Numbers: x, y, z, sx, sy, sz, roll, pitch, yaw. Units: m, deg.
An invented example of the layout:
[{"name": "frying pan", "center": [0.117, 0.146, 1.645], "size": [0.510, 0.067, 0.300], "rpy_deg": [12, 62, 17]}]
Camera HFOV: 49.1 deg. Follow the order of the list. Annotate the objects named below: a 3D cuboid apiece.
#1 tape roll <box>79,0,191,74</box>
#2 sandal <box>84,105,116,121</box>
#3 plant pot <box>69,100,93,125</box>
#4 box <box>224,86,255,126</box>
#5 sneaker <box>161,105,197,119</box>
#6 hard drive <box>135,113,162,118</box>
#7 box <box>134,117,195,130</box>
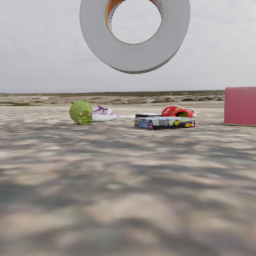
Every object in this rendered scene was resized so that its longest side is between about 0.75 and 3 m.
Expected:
[{"name": "tape roll", "center": [0.192, -2.921, 7.545], "size": [2.858, 2.858, 0.944], "rpy_deg": [1, 5, 5]}, {"name": "sandal", "center": [-1.157, -0.653, 12.095], "size": [1.082, 0.653, 2.659], "rpy_deg": [1, 6, 11]}, {"name": "plant pot", "center": [-1.613, -0.472, 10.065], "size": [0.881, 0.881, 0.837], "rpy_deg": [-2, 19, -20]}, {"name": "box", "center": [4.674, -0.737, 9.401], "size": [2.428, 1.323, 1.552], "rpy_deg": [4, 7, 39]}, {"name": "sneaker", "center": [2.106, -0.639, 12.160], "size": [1.732, 0.667, 0.736], "rpy_deg": [5, 12, 43]}, {"name": "hard drive", "center": [1.053, -0.566, 13.385], "size": [0.929, 0.252, 1.330], "rpy_deg": [-3, 7, -28]}, {"name": "box", "center": [1.146, -0.170, 8.814], "size": [1.594, 0.318, 1.092], "rpy_deg": [-3, 6, -26]}]
